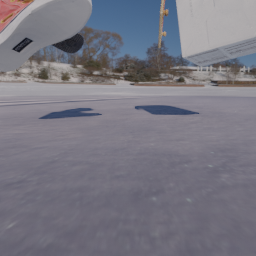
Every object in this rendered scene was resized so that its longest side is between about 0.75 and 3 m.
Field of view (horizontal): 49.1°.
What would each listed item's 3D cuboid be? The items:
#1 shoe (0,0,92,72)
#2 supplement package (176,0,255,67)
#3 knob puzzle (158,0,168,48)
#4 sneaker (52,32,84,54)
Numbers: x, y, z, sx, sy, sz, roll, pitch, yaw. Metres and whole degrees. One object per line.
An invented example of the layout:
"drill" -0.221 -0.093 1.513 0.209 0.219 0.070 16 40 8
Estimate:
"shoe" -2.112 -2.476 6.151 2.975 1.353 1.063 -23 -24 27
"supplement package" 2.535 -3.284 7.554 2.052 2.635 1.461 -8 -4 34
"knob puzzle" 1.128 -3.490 8.663 0.230 1.660 1.660 5 9 7
"sneaker" -2.443 -3.051 8.017 1.088 0.931 2.653 49 11 28
